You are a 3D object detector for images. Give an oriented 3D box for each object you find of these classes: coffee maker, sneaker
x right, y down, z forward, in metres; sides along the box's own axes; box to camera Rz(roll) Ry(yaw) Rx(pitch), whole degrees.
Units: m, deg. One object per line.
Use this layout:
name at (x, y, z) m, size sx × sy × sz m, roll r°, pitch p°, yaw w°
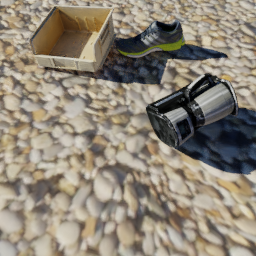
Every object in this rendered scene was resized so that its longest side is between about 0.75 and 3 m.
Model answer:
coffee maker at (1.523, -0.421, 7.245) m, size 1.918 × 1.842 × 1.292 m, roll -28°, pitch 91°, yaw -11°
sneaker at (0.730, -3.075, 9.380) m, size 2.361 × 0.956 × 0.872 m, roll -12°, pitch 55°, yaw 1°

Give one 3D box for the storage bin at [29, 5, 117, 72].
storage bin at (-1.730, -2.962, 9.198) m, size 2.182 × 1.022 × 2.166 m, roll 9°, pitch 54°, yaw 13°
